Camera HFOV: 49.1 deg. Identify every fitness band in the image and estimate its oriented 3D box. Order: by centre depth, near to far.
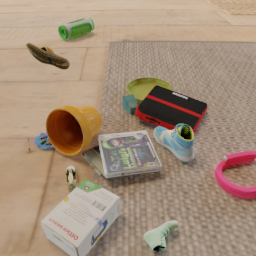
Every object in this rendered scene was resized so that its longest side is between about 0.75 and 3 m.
[{"bbox_3d":[4.132,1.519,9.426,2.348,0.439,1.686,-9,40,-9],"label":"fitness band"}]

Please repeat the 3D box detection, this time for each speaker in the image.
[{"bbox_3d":[-3.562,-6.943,19.507,2.483,1.098,1.098,-32,48,-33],"label":"speaker"}]

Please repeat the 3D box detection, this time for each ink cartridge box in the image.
[{"bbox_3d":[-1.275,2.512,7.875,1.344,0.809,1.850,22,42,26],"label":"ink cartridge box"}]

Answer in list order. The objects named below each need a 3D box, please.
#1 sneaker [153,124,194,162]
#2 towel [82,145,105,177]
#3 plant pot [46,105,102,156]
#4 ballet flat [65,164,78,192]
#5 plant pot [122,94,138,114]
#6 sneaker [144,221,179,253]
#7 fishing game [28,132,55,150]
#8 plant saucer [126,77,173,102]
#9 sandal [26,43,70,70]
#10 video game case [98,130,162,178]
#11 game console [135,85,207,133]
[{"bbox_3d":[1.726,0.188,10.368,0.811,1.331,2.038,-26,45,-27],"label":"sneaker"},{"bbox_3d":[-0.665,1.075,10.185,1.506,0.270,1.564,-23,42,-30],"label":"towel"},{"bbox_3d":[-1.866,-0.088,10.568,1.785,1.785,1.634,20,27,23],"label":"plant pot"},{"bbox_3d":[-1.884,1.569,9.369,0.442,0.410,1.255,-14,40,-10],"label":"ballet flat"},{"bbox_3d":[0.125,-1.019,12.555,0.545,0.545,0.772,-14,48,-16],"label":"plant pot"},{"bbox_3d":[1.019,2.973,7.627,1.043,0.384,0.615,-22,37,-11],"label":"sneaker"},{"bbox_3d":[-3.108,0.417,10.965,1.623,0.252,1.162,-12,37,-14],"label":"fishing game"},{"bbox_3d":[1.034,-1.783,13.630,2.241,0.348,2.241,1,38,-1],"label":"plant saucer"},{"bbox_3d":[-3.148,-2.930,11.230,1.911,0.767,0.516,21,62,5],"label":"sandal"},{"bbox_3d":[-0.003,0.856,10.073,1.947,0.250,2.142,-6,37,-11],"label":"video game case"},{"bbox_3d":[1.882,-0.792,12.109,2.648,0.411,2.342,24,45,17],"label":"game console"}]
